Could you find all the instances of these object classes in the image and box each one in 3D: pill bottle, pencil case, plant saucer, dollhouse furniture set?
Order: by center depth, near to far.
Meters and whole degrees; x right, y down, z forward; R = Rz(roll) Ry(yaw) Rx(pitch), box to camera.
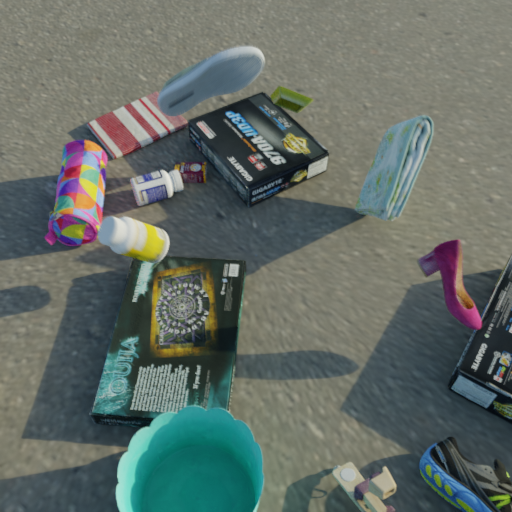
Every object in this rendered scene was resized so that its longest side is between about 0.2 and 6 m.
[{"bbox_3d":[1.000,3.412,7.784,1.511,1.197,1.072,-21,39,-20],"label":"dollhouse furniture set"},{"bbox_3d":[-2.119,-0.293,9.674,0.639,1.137,0.639,-13,69,36],"label":"pill bottle"},{"bbox_3d":[0.698,-3.157,11.461,0.760,0.761,0.182,18,86,-12],"label":"plant saucer"},{"bbox_3d":[-3.664,-1.305,11.505,1.050,1.050,2.375,-2,51,-2],"label":"pencil case"},{"bbox_3d":[-2.095,-1.474,11.866,1.003,0.600,0.600,-17,54,-13],"label":"pill bottle"}]

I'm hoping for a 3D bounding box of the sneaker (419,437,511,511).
[{"bbox_3d":[3.426,3.427,7.884,0.931,0.797,2.247,-41,59,-20],"label":"sneaker"}]

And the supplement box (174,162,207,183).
[{"bbox_3d":[-1.442,-1.839,12.345,0.693,0.297,0.382,1,52,1],"label":"supplement box"}]

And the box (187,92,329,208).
[{"bbox_3d":[0.012,-2.482,12.642,2.126,0.615,2.675,-26,56,-19],"label":"box"}]

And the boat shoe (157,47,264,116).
[{"bbox_3d":[-0.951,-3.546,10.965,2.313,0.833,0.718,-20,52,15],"label":"boat shoe"}]

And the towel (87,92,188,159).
[{"bbox_3d":[-2.842,-3.127,13.425,1.997,0.227,1.439,-31,60,-20],"label":"towel"}]

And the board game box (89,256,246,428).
[{"bbox_3d":[-1.390,1.384,9.716,2.177,0.453,3.218,4,52,3],"label":"board game box"}]

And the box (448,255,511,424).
[{"bbox_3d":[5.004,1.518,9.434,2.461,0.712,3.096,27,56,19],"label":"box"}]

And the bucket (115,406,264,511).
[{"bbox_3d":[-0.859,3.211,7.736,2.019,1.314,2.019,0,51,0],"label":"bucket"}]

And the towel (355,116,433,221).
[{"bbox_3d":[2.626,-1.679,10.898,0.486,1.726,2.017,21,94,-10],"label":"towel"}]

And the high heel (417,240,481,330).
[{"bbox_3d":[3.338,0.473,8.987,1.584,0.760,0.534,54,38,-3],"label":"high heel"}]
